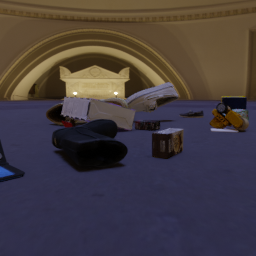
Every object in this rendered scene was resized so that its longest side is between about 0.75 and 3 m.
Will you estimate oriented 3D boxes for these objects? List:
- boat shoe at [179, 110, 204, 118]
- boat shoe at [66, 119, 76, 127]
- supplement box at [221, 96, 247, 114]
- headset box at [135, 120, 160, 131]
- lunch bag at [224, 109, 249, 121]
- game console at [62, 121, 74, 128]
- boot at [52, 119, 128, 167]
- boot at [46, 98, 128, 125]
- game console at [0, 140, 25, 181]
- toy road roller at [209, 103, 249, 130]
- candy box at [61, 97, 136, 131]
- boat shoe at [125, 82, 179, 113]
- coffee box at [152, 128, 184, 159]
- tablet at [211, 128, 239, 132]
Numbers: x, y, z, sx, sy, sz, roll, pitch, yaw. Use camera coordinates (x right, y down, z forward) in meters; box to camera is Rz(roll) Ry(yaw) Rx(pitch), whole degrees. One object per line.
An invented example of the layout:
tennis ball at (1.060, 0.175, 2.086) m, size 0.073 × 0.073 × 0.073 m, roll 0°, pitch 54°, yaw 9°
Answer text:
boat shoe at (3.322, -0.749, 14.673) m, size 1.267 × 0.397 × 0.460 m, roll 2°, pitch 8°, yaw 13°
boat shoe at (-2.145, -0.125, 10.166) m, size 0.371 × 0.372 × 1.032 m, roll -12°, pitch 7°, yaw -4°
supplement box at (5.193, -1.011, 13.907) m, size 1.111 × 1.104 × 2.029 m, roll 2°, pitch 8°, yaw 18°
headset box at (0.671, -0.112, 10.057) m, size 0.825 × 0.310 × 0.614 m, roll 4°, pitch 8°, yaw 26°
lunch bag at (4.647, -0.531, 12.299) m, size 0.967 × 0.590 × 0.824 m, roll -8°, pitch 8°, yaw -15°
game console at (-1.525, 0.019, 8.376) m, size 0.702 × 0.483 × 0.814 m, roll -5°, pitch 9°, yaw -32°
boot at (-0.572, 0.241, 5.816) m, size 1.652 × 0.658 × 2.004 m, roll -15°, pitch 10°, yaw -26°
boot at (-1.668, -0.671, 11.602) m, size 2.884 × 1.039 × 2.230 m, roll -2°, pitch 4°, yaw 29°
game console at (-2.338, 0.476, 4.333) m, size 0.659 × 0.951 × 1.114 m, roll -28°, pitch -13°, yaw 38°
toy road roller at (3.476, -0.236, 9.846) m, size 0.768 × 0.913 × 1.250 m, roll 6°, pitch 37°, yaw -53°
candy box at (-1.109, -0.527, 9.976) m, size 1.804 × 0.769 × 2.151 m, roll 12°, pitch -1°, yaw -35°
boat shoe at (0.996, -1.143, 12.613) m, size 2.769 × 0.910 × 0.996 m, roll -21°, pitch -26°, yaw -19°
coffee box at (0.867, 0.310, 6.001) m, size 0.361 × 0.511 × 0.903 m, roll 4°, pitch 9°, yaw 31°
tablet at (3.307, 0.074, 9.628) m, size 0.876 × 0.060 × 0.570 m, roll 2°, pitch 8°, yaw 14°
